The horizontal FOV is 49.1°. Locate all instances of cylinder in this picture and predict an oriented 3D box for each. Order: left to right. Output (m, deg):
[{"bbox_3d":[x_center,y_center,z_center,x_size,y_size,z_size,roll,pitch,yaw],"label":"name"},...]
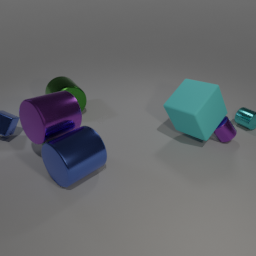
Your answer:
[{"bbox_3d":[-2.412,-0.357,8.765,1.400,1.400,1.400,24,32,35],"label":"cylinder"},{"bbox_3d":[-2.664,-1.334,11.962,1.400,1.400,1.400,-15,34,-24],"label":"cylinder"},{"bbox_3d":[-1.583,0.816,8.292,1.400,1.400,1.400,26,39,37],"label":"cylinder"},{"bbox_3d":[3.429,0.032,10.078,0.700,0.700,0.700,-34,22,16],"label":"cylinder"},{"bbox_3d":[4.694,-0.381,10.990,0.700,0.700,0.700,-17,32,-27],"label":"cylinder"}]

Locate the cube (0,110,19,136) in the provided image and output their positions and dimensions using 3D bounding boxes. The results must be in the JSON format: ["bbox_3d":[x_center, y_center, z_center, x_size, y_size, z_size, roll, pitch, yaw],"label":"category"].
[{"bbox_3d":[-4.490,-0.180,10.140,0.700,0.700,0.700,23,5,-3],"label":"cube"}]

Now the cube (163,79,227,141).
[{"bbox_3d":[2.363,-0.660,9.769,1.400,1.400,1.400,24,67,46],"label":"cube"}]

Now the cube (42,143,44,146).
[{"bbox_3d":[-2.391,0.498,9.450,0.700,0.700,0.700,16,29,19],"label":"cube"}]
